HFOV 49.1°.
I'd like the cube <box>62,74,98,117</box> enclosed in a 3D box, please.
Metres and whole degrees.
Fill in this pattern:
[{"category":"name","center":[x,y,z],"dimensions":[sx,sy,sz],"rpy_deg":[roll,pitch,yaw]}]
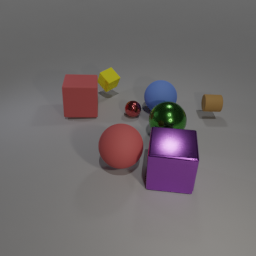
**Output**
[{"category":"cube","center":[-1.997,-1.384,11.949],"dimensions":[1.400,1.400,1.400],"rpy_deg":[0,31,-6]}]

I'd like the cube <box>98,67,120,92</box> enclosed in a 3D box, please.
[{"category":"cube","center":[-0.894,-2.231,12.953],"dimensions":[0.700,0.700,0.700],"rpy_deg":[-33,76,-30]}]

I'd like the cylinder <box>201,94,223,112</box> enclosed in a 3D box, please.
[{"category":"cylinder","center":[3.432,-1.017,11.440],"dimensions":[0.700,0.700,0.700],"rpy_deg":[2,34,0]}]

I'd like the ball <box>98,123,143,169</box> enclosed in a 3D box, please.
[{"category":"ball","center":[-0.219,0.559,8.717],"dimensions":[1.400,1.400,1.400],"rpy_deg":[0,34,0]}]

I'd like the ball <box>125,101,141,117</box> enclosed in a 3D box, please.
[{"category":"ball","center":[0.207,-0.810,11.821],"dimensions":[0.700,0.700,0.700],"rpy_deg":[0,34,0]}]

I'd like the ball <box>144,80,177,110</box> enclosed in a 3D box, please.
[{"category":"ball","center":[1.392,-1.337,11.980],"dimensions":[1.400,1.400,1.400],"rpy_deg":[0,34,0]}]

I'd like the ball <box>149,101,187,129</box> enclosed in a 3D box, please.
[{"category":"ball","center":[1.469,-0.294,10.408],"dimensions":[1.400,1.400,1.400],"rpy_deg":[0,34,0]}]

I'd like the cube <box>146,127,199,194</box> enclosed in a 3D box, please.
[{"category":"cube","center":[1.321,0.958,8.502],"dimensions":[1.400,1.400,1.400],"rpy_deg":[5,36,7]}]
